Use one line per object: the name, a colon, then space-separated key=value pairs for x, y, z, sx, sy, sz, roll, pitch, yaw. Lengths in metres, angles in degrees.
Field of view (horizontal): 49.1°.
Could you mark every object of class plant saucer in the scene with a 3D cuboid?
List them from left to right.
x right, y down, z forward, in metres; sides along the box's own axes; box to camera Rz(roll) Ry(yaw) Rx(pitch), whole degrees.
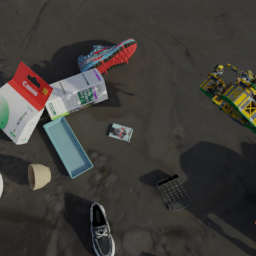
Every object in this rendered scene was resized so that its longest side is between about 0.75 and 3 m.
plant saucer: x=-2.097 y=0.639 z=9.726 sx=0.812 sy=0.220 sz=2.324 roll=-29 pitch=66 yaw=-15

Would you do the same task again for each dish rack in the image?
dish rack: x=1.482 y=2.081 z=8.927 sx=0.806 sy=0.287 sz=1.051 roll=-23 pitch=65 yaw=-11

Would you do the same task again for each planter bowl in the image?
planter bowl: x=-2.817 y=1.532 z=8.987 sx=0.554 sy=0.824 sz=0.824 roll=-4 pitch=59 yaw=-33

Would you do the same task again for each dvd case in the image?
dvd case: x=-0.251 y=0.167 z=10.042 sx=0.754 sy=0.083 sz=0.551 roll=16 pitch=64 yaw=8

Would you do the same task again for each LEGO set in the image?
LEGO set: x=3.255 y=-0.995 z=7.267 sx=2.124 sy=2.763 sz=1.601 roll=42 pitch=98 yaw=-4

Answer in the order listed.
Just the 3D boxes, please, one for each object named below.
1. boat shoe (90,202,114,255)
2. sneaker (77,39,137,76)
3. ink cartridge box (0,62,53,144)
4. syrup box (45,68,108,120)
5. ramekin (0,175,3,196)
boat shoe: x=-0.795 y=3.031 z=8.260 sx=0.602 sy=0.569 sz=1.678 roll=-11 pitch=63 yaw=-5
sneaker: x=-0.867 y=-3.022 z=11.190 sx=2.613 sy=1.036 sz=1.248 roll=-32 pitch=65 yaw=-16
ink cartridge box: x=-3.771 y=-0.880 z=9.628 sx=1.837 sy=0.572 sz=2.283 roll=39 pitch=110 yaw=19
syrup box: x=-1.950 y=-1.257 z=10.240 sx=2.250 sy=0.886 sz=0.916 roll=-22 pitch=50 yaw=-11
ramekin: x=-4.902 y=1.845 z=8.661 sx=2.064 sy=0.961 sz=2.064 roll=0 pitch=62 yaw=0
